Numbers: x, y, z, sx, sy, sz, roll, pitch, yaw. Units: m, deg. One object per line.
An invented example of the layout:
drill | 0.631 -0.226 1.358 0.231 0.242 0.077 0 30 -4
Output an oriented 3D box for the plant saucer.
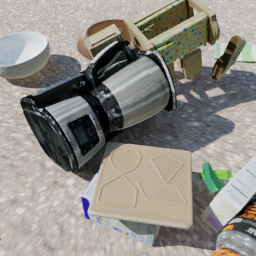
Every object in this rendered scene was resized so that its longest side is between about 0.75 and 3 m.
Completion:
plant saucer | -0.472 -3.329 10.283 2.883 0.527 2.883 0 44 0

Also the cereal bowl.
cereal bowl | -3.430 -2.205 8.874 2.031 0.846 2.031 -2 45 2

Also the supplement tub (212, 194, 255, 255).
supplement tub | 2.264 1.837 4.570 1.909 1.170 1.170 -32 53 -29

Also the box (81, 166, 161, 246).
box | 0.067 1.268 5.424 1.458 0.765 1.341 18 46 17

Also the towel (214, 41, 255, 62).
towel | 3.816 -2.701 9.898 1.513 0.177 1.154 9 46 9

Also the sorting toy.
sorting toy | 0.674 1.012 4.973 2.433 0.358 1.798 7 39 6

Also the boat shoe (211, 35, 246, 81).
boat shoe | 2.903 -1.950 8.036 0.440 1.354 0.488 11 26 -32

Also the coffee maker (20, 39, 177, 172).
coffee maker | -0.759 -0.430 6.517 2.888 2.774 1.945 -31 93 -25

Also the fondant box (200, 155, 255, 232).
fondant box | 2.130 1.150 5.292 1.524 1.099 0.444 -32 62 -29

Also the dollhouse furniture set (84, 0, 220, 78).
dollhouse furniture set | 0.797 -1.705 7.699 2.910 2.573 1.618 -29 55 -2
